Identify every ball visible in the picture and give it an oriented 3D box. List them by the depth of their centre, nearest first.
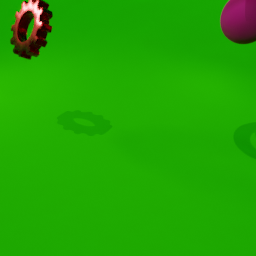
[{"bbox_3d":[2.886,-2.674,6.838,1.209,1.209,1.209,0,35,0],"label":"ball"}]

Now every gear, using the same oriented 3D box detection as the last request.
[{"bbox_3d":[-2.688,-2.737,7.714,1.635,1.635,0.302,33,15,38],"label":"gear"}]
